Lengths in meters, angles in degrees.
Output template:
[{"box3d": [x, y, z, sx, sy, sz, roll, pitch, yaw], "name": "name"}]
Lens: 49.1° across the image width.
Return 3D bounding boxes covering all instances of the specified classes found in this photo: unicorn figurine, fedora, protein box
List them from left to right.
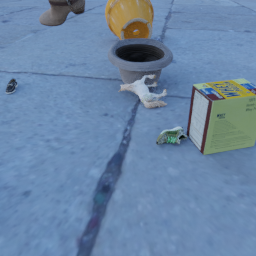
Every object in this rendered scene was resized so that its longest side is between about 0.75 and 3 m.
[{"box3d": [0.459, -2.405, 10.777, 2.437, 1.244, 2.756, -7, 36, -9], "name": "fedora"}, {"box3d": [0.509, -1.285, 9.489, 1.213, 0.652, 1.766, -21, 42, -13], "name": "unicorn figurine"}, {"box3d": [2.441, -0.312, 7.121, 1.496, 1.507, 1.016, -8, 33, -13], "name": "protein box"}]

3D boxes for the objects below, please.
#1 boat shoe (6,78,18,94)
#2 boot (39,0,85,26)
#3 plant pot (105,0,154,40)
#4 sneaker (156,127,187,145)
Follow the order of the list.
[{"box3d": [-4.292, -1.545, 10.304, 0.342, 0.279, 0.926, -1, 32, -1], "name": "boat shoe"}, {"box3d": [-2.053, -3.592, 8.217, 1.690, 0.594, 1.236, -16, -3, 7], "name": "boot"}, {"box3d": [0.225, -5.707, 15.146, 2.708, 2.708, 2.479, -5, 48, -8], "name": "plant pot"}, {"box3d": [1.174, 0.257, 7.346, 0.959, 0.369, 0.425, -20, 45, -25], "name": "sneaker"}]
